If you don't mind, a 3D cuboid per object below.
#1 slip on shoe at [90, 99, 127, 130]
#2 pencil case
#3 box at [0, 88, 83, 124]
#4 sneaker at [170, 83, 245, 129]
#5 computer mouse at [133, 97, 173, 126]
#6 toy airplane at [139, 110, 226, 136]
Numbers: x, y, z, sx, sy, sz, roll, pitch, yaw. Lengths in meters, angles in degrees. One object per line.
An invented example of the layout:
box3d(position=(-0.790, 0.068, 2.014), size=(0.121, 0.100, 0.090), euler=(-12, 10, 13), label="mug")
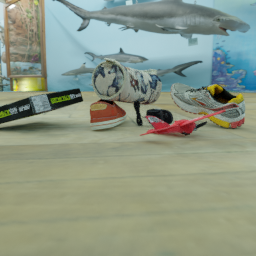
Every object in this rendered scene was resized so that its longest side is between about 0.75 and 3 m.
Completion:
box3d(position=(-0.629, -0.543, 8.978), size=(1.019, 0.842, 2.752), euler=(-8, 7, 9), label="slip on shoe")
box3d(position=(0.066, -1.452, 9.097), size=(1.140, 1.311, 2.930), euler=(6, 5, 29), label="pencil case")
box3d(position=(-2.885, -0.625, 8.509), size=(2.214, 0.545, 2.292), euler=(-14, 6, 27), label="box")
box3d(position=(2.491, -0.995, 8.816), size=(2.631, 1.081, 1.024), euler=(27, 47, 37), label="sneaker")
box3d(position=(0.771, -0.531, 8.457), size=(1.298, 0.912, 0.299), euler=(-4, 18, 36), label="computer mouse")
box3d(position=(1.181, -0.043, 6.771), size=(2.255, 0.415, 2.255), euler=(-7, -10, -1), label="toy airplane")
